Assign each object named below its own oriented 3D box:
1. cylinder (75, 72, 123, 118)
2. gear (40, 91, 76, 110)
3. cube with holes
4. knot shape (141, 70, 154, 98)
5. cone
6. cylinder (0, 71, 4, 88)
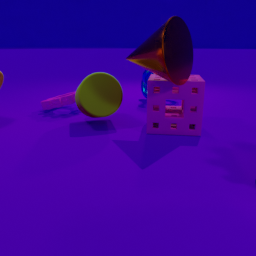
[{"bbox_3d":[-0.860,-0.897,8.003,1.204,1.204,1.204,-5,3,-15],"label":"cylinder"},{"bbox_3d":[-2.194,-0.979,9.669,1.561,0.289,1.561,-14,13,3],"label":"gear"},{"bbox_3d":[1.260,-0.681,7.642,1.387,1.387,1.387,2,17,7],"label":"cube with holes"},{"bbox_3d":[1.144,-1.828,10.954,1.700,1.591,0.785,19,56,27],"label":"knot shape"},{"bbox_3d":[0.555,-1.756,6.763,1.530,1.524,1.524,3,16,37],"label":"cone"},{"bbox_3d":[-4.353,-1.390,7.556,1.332,1.332,1.332,38,21,-2],"label":"cylinder"}]
